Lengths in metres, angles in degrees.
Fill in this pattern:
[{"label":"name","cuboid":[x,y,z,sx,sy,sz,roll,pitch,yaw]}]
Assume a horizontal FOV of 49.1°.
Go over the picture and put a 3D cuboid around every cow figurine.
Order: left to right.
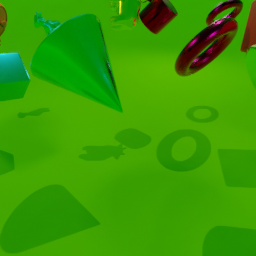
[{"label":"cow figurine","cuboid":[-2.695,-3.512,9.491,0.925,0.910,0.507,-33,6,-39]},{"label":"cow figurine","cuboid":[0.163,-3.180,7.270,1.307,1.328,0.729,-3,-6,0]}]

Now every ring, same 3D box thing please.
[{"label":"ring","cuboid":[2.092,-2.130,7.553,1.987,1.987,0.397,-26,74,-38]},{"label":"ring","cuboid":[3.228,-3.825,9.401,1.273,1.273,0.255,-14,76,-24]}]

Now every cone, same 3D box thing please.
[{"label":"cone","cuboid":[-0.638,-0.915,5.314,1.663,1.657,1.657,49,43,5]}]

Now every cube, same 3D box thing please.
[{"label":"cube","cuboid":[-3.030,-1.232,6.879,0.840,0.840,0.840,-16,74,-39]},{"label":"cube","cuboid":[3.675,-2.433,6.748,1.285,1.285,1.285,11,11,3]}]

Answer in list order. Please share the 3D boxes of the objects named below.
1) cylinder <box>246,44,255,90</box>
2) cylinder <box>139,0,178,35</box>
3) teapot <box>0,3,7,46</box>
[{"label":"cylinder","cuboid":[2.749,-1.022,4.497,1.201,1.201,1.201,-26,28,8]},{"label":"cylinder","cuboid":[0.858,-3.236,7.965,0.803,0.803,0.803,33,37,-29]},{"label":"teapot","cuboid":[-3.345,-2.659,6.693,0.862,1.760,1.095,21,55,1]}]
